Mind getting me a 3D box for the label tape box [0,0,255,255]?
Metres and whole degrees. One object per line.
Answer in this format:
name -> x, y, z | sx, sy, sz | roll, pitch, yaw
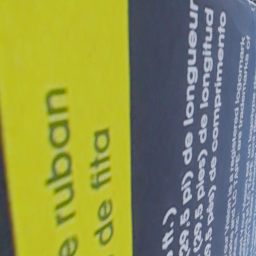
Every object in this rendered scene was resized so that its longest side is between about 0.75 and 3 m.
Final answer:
label tape box -> 0.004, 0.449, 1.014 | 0.736, 1.676, 2.325 | 9, 15, 36
